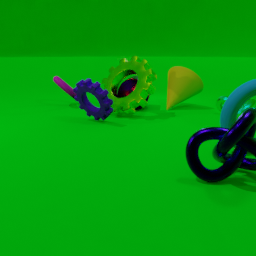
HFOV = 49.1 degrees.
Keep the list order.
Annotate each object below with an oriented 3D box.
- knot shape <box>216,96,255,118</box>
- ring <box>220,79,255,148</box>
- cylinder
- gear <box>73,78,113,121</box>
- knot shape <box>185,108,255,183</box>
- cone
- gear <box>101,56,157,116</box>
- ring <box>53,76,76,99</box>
[{"bbox_3d":[3.612,-0.709,9.344,1.347,0.665,1.439,12,14,34],"label":"knot shape"},{"bbox_3d":[2.770,-0.238,5.974,1.645,1.645,0.329,-2,20,-6],"label":"ring"},{"bbox_3d":[0.269,-1.374,10.821,1.190,1.190,1.190,2,16,8],"label":"cylinder"},{"bbox_3d":[-1.064,-0.847,8.529,1.355,1.355,0.251,12,43,35],"label":"gear"},{"bbox_3d":[1.786,0.266,4.705,1.457,1.363,0.673,5,37,-12],"label":"knot shape"},{"bbox_3d":[1.859,-1.272,10.738,1.521,1.521,1.527,15,63,43],"label":"cone"},{"bbox_3d":[-0.034,-1.447,9.622,2.089,2.089,0.386,13,-12,38],"label":"gear"},{"bbox_3d":[-2.438,-1.588,11.194,1.315,0.263,1.315,41,0,0],"label":"ring"}]
